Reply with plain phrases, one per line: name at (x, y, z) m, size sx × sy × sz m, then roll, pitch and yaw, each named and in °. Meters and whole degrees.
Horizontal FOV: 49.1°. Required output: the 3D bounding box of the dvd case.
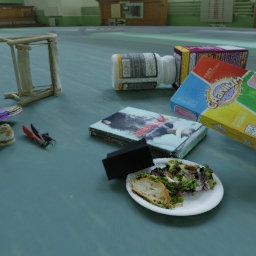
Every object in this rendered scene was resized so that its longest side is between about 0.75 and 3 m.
dvd case at (0.598, 0.045, 8.034) m, size 2.831 × 0.312 × 2.067 m, roll 17°, pitch 29°, yaw 31°

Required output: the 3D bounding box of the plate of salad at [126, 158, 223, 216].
plate of salad at (0.926, 1.027, 5.655) m, size 1.936 × 0.465 × 1.936 m, roll -1°, pitch 23°, yaw 0°

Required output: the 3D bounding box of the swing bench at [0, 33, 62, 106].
swing bench at (-3.622, -2.374, 10.947) m, size 2.343 × 2.330 × 1.520 m, roll -22°, pitch 32°, yaw -38°

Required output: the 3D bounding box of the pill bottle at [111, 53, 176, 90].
pill bottle at (0.623, -2.433, 12.049) m, size 2.618 × 1.523 × 1.523 m, roll -4°, pitch 24°, yaw -8°

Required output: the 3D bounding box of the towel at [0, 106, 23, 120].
towel at (-4.282, -0.305, 8.013) m, size 1.758 × 0.279 × 2.448 m, roll -7°, pitch 10°, yaw 3°

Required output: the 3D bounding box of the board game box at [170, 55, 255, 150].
board game box at (2.308, -0.685, 6.504) m, size 2.140 × 0.432 × 1.638 m, roll 28°, pitch 69°, yaw 27°

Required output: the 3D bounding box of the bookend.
bookend at (0.001, 0.668, 6.353) m, size 1.045 × 0.481 × 1.038 m, roll -18°, pitch 7°, yaw 1°

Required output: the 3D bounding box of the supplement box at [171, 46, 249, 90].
supplement box at (3.390, -2.517, 11.894) m, size 2.755 × 1.804 × 1.422 m, roll -2°, pitch 24°, yaw -7°

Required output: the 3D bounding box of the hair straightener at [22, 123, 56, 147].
hair straightener at (-2.393, 0.174, 7.763) m, size 0.538 × 0.286 × 1.398 m, roll -21°, pitch 31°, yaw -38°

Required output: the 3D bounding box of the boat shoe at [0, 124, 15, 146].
boat shoe at (-3.864, 0.140, 7.535) m, size 1.560 × 0.534 × 0.583 m, roll -1°, pitch 24°, yaw -3°
